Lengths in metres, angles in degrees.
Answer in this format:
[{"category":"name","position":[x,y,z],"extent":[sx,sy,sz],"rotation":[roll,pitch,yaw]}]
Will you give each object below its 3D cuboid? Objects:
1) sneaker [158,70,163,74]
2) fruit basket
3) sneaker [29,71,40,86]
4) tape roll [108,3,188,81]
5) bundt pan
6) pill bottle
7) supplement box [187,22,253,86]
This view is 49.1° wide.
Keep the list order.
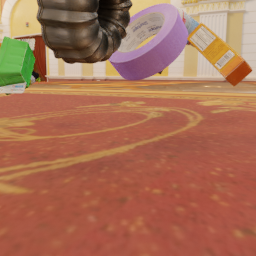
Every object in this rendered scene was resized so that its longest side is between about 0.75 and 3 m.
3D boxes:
[{"category":"sneaker","position":[1.122,-2.845,12.155],"extent":[1.185,0.470,0.447],"rotation":[34,11,-30]},{"category":"fruit basket","position":[-2.166,-0.964,4.497],"extent":[1.249,1.157,0.586],"rotation":[-6,-32,7]},{"category":"sneaker","position":[-3.392,-1.910,8.585],"extent":[1.756,0.630,0.727],"rotation":[46,46,8]},{"category":"tape roll","position":[0.591,-2.943,9.543],"extent":[2.761,2.761,0.906],"rotation":[12,-27,46]},{"category":"bundt pan","position":[-0.647,-2.355,5.520],"extent":[0.885,2.357,2.357],"rotation":[18,18,23]},{"category":"pill bottle","position":[2.428,-4.147,11.798],"extent":[1.903,1.035,1.035],"rotation":[18,-2,-37]},{"category":"supplement box","position":[1.966,-1.646,6.144],"extent":[0.531,0.549,1.595],"rotation":[23,32,-44]}]
